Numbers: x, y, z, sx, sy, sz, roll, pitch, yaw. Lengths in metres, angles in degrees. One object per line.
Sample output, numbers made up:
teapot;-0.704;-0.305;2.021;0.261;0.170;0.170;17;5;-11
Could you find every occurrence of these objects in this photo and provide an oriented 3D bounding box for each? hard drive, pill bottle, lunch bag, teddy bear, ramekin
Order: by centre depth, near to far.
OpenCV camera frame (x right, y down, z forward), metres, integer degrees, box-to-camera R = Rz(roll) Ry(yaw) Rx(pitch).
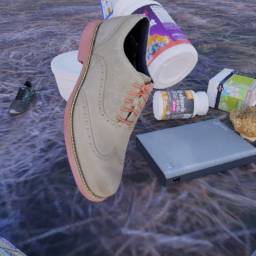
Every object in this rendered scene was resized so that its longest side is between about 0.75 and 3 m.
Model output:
hard drive;1.801;0.559;7.614;2.699;0.444;1.883;-11;33;-18
pill bottle;0.621;-2.501;7.705;1.459;1.459;2.618;-17;63;-25
teddy bear;3.723;-0.086;8.248;1.596;0.735;2.201;32;26;3
pill bottle;1.725;-0.779;9.286;1.664;0.968;0.968;-4;32;-7
lunch bag;-0.198;-4.139;9.971;1.208;1.951;1.659;-11;2;-25
ramekin;-1.352;-1.930;10.721;3.005;1.399;3.005;0;31;0

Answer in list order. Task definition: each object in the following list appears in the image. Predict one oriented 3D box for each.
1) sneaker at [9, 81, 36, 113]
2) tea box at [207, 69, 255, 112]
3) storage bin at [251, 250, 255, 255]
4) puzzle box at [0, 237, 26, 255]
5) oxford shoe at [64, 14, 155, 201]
sneaker;-3.864;-1.115;10.115;0.647;0.680;1.716;3;33;2
tea box;3.851;-1.321;10.088;1.509;1.025;1.533;22;38;31
storage bin;2.514;2.647;3.060;1.865;2.021;2.777;19;35;10
puzzle box;-1.771;2.152;4.265;2.035;1.354;0.259;20;68;28
oxford shoe;-0.197;-0.408;4.204;1.107;2.961;1.043;-6;-13;34
